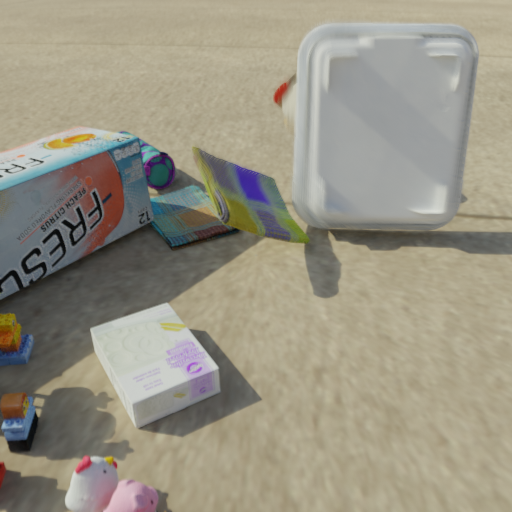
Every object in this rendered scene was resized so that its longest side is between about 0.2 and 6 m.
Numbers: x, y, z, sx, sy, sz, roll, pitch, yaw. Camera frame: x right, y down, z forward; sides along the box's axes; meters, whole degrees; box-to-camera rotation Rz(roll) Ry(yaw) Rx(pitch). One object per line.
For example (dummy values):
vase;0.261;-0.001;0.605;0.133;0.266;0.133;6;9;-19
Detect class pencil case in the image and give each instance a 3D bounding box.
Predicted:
pencil case;-2.385;-1.988;11.456;0.816;0.751;1.765;12;16;-46

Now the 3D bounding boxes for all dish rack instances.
dish rack;2.009;-1.910;8.842;2.820;3.286;0.715;2;19;4

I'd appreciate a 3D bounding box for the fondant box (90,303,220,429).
fondant box;-1.225;1.240;6.690;1.051;0.424;1.457;-18;38;-26

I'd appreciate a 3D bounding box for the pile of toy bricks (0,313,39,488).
pile of toy bricks;-3.175;1.181;5.867;1.569;1.396;2.828;-4;33;-6

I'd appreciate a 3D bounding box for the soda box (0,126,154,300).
soda box;-3.872;-0.452;8.218;1.669;1.552;4.880;18;37;35

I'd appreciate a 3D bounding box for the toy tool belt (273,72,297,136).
toy tool belt;1.217;-2.790;11.042;1.296;1.316;2.108;33;5;-27

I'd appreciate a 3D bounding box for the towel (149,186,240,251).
towel;-1.260;-0.725;9.999;1.317;0.195;1.796;-18;37;-24

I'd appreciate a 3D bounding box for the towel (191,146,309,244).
towel;-0.073;-0.898;8.765;2.090;0.238;1.501;15;41;-48

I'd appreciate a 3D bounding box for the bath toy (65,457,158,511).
bath toy;-1.095;2.292;4.872;0.712;0.605;1.637;-27;40;-36
